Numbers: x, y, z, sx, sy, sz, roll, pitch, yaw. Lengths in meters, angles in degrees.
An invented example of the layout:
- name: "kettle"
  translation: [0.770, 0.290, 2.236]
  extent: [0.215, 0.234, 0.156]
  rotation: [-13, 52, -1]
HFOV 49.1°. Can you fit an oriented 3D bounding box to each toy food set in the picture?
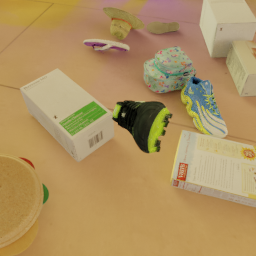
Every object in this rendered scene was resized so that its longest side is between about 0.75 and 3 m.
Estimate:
- name: "toy food set"
  translation: [-3.459, 1.816, 7.216]
  extent: [2.661, 0.647, 2.634]
  rotation: [12, 54, -8]

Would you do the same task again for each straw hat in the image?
- name: "straw hat"
  translation: [-0.357, -4.630, 12.913]
  extent: [2.219, 2.219, 0.939]
  rotation: [23, 95, 19]

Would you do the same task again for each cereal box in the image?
- name: "cereal box"
  translation: [2.708, 1.149, 8.317]
  extent: [2.633, 0.520, 1.894]
  rotation: [13, 51, 11]

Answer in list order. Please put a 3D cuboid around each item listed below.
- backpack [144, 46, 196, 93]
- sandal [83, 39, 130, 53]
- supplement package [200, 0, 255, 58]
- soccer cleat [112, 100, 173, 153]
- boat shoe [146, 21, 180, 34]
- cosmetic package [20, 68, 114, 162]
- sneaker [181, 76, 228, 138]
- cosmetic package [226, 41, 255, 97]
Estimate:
- name: "backpack"
  translation: [1.527, -2.187, 10.721]
  extent: [1.827, 1.375, 1.622]
  rotation: [-18, 51, -8]
- name: "sandal"
  translation: [-0.987, -3.532, 12.323]
  extent: [2.083, 0.847, 0.512]
  rotation: [8, 90, 6]
- name: "supplement package"
  translation: [4.359, -4.666, 12.542]
  extent: [1.656, 1.661, 2.832]
  rotation: [-1, 49, 1]
- name: "soccer cleat"
  translation: [0.205, -0.143, 5.792]
  extent: [1.178, 2.906, 0.981]
  rotation: [19, 95, 2]
- name: "boat shoe"
  translation: [1.699, -4.856, 13.637]
  extent: [1.583, 0.575, 0.496]
  rotation: [0, 6, 6]
- name: "cosmetic package"
  translation: [-2.005, -0.500, 9.252]
  extent: [1.608, 1.267, 2.988]
  rotation: [-38, 60, -25]
- name: "sneaker"
  translation: [2.575, -0.810, 9.498]
  extent: [0.929, 1.289, 2.454]
  rotation: [-19, 52, -16]
- name: "cosmetic package"
  translation: [4.673, -2.359, 10.951]
  extent: [0.953, 1.130, 2.185]
  rotation: [-1, 50, -1]
